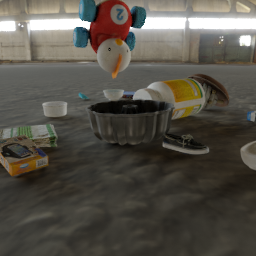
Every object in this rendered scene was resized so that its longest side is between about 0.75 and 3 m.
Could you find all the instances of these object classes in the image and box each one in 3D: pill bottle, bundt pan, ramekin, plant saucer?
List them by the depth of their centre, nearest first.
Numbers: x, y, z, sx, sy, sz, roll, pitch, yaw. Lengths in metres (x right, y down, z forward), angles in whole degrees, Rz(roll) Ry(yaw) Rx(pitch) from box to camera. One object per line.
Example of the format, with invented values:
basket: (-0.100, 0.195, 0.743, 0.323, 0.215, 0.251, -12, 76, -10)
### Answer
bundt pan: (0.088, -0.203, 8.975, 2.830, 1.062, 2.830, -2, 14, 1)
pill bottle: (1.636, -1.109, 11.297, 2.831, 1.596, 1.596, -14, 21, -37)
ramekin: (-3.184, -0.824, 12.256, 1.050, 0.512, 1.050, 0, 16, 0)
plant saucer: (3.891, -1.869, 13.471, 2.341, 0.403, 2.341, 37, -7, 6)

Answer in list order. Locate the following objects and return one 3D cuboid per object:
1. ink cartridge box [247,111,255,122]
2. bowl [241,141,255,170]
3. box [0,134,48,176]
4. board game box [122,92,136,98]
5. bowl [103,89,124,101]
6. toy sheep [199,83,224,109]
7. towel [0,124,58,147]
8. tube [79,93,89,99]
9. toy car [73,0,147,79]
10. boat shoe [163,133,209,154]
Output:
ink cartridge box: (5.303, -0.434, 11.155, 0.621, 0.359, 0.851, -7, 17, -22)
bowl: (3.529, 0.755, 6.731, 1.345, 0.502, 1.343, -13, 20, -40)
box: (-2.800, 0.601, 7.105, 0.920, 0.321, 1.546, -15, 35, -41)
board game box: (0.696, -2.019, 17.013, 2.164, 0.210, 1.114, 2, 17, 7)
bowl: (-0.811, -1.866, 15.884, 1.186, 0.533, 1.186, 0, 16, 0)
toy sheep: (3.544, -1.498, 13.315, 2.015, 1.389, 1.389, 23, 20, 8)
towel: (-3.481, 0.351, 8.609, 2.462, 0.378, 1.837, -8, 15, -18)
tube: (-2.615, -1.840, 16.373, 0.403, 0.262, 1.040, -12, 24, -22)
toy car: (-0.528, -3.184, 10.635, 2.508, 2.407, 2.721, -2, 59, -24)
boat shoe: (1.639, 0.405, 8.010, 1.364, 0.466, 0.504, 12, 20, 37)
